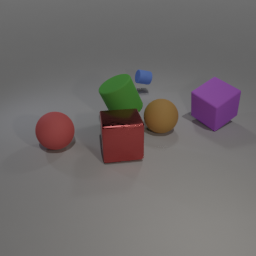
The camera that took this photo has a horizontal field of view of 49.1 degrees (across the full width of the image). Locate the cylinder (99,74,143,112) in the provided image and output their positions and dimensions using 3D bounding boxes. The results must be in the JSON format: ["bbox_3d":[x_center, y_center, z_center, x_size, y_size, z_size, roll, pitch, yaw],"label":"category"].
[{"bbox_3d":[-0.280,-1.249,11.404,1.400,1.400,1.400,-20,32,13],"label":"cylinder"}]

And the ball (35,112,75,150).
[{"bbox_3d":[-2.676,0.098,10.301,1.400,1.400,1.400,0,30,0],"label":"ball"}]

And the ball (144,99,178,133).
[{"bbox_3d":[1.334,-0.485,11.338,1.400,1.400,1.400,0,30,0],"label":"ball"}]

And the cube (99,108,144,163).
[{"bbox_3d":[-0.240,0.238,9.952,1.400,1.400,1.400,-5,27,-7],"label":"cube"}]

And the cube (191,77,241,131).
[{"bbox_3d":[3.634,-1.016,11.734,1.400,1.400,1.400,-33,49,-18],"label":"cube"}]

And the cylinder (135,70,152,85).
[{"bbox_3d":[0.810,-2.652,14.629,0.700,0.700,0.700,5,27,-23],"label":"cylinder"}]
